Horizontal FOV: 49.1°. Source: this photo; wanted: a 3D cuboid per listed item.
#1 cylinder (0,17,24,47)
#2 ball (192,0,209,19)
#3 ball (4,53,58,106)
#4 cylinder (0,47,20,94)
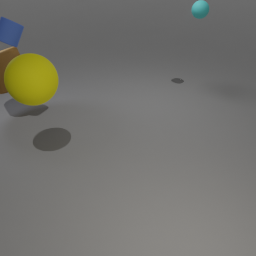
[{"bbox_3d":[-3.712,-2.990,8.749,0.700,0.700,0.700,23,9,-4],"label":"cylinder"},{"bbox_3d":[2.954,-4.834,11.437,0.700,0.700,0.700,0,32,0],"label":"ball"},{"bbox_3d":[-2.616,-1.312,7.635,1.400,1.400,1.400,0,32,0],"label":"ball"},{"bbox_3d":[-4.640,-2.217,10.739,1.400,1.400,1.400,-17,25,8],"label":"cylinder"}]
